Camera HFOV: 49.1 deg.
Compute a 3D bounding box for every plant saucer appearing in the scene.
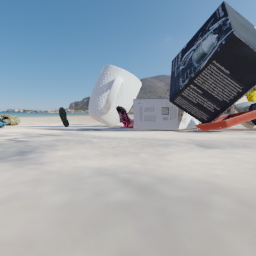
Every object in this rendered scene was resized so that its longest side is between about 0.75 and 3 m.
[{"bbox_3d":[2.538,-0.175,7.110,1.214,0.223,1.216,-16,1,-21],"label":"plant saucer"}]

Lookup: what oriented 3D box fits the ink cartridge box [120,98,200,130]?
[{"bbox_3d":[1.137,-0.471,9.514,2.054,0.981,2.339,2,3,28],"label":"ink cartridge box"}]

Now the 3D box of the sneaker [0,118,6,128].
[{"bbox_3d":[-4.987,-0.177,10.709,0.568,0.508,1.386,17,0,-24],"label":"sneaker"}]

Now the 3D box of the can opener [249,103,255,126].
[{"bbox_3d":[4.849,-0.266,8.468,2.246,0.883,0.712,10,-4,15],"label":"can opener"}]

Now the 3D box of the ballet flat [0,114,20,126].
[{"bbox_3d":[-7.065,-0.441,16.126,2.014,0.710,0.658,-2,9,35],"label":"ballet flat"}]

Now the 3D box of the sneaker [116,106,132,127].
[{"bbox_3d":[-0.186,-0.376,9.754,0.335,0.849,0.405,-13,27,47],"label":"sneaker"}]

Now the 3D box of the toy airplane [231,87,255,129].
[{"bbox_3d":[4.137,-1.403,10.360,2.861,2.873,2.028,-18,-23,-45],"label":"toy airplane"}]

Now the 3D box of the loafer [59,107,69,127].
[{"bbox_3d":[-2.760,-0.446,11.971,0.326,0.897,0.324,-13,-7,-20],"label":"loafer"}]

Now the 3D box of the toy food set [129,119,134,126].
[{"bbox_3d":[0.620,-0.214,12.494,1.424,0.353,2.241,0,1,5],"label":"toy food set"}]

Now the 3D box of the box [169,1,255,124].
[{"bbox_3d":[2.273,-1.658,7.253,1.381,2.228,2.190,32,-51,-16],"label":"box"}]

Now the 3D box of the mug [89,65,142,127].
[{"bbox_3d":[-0.690,-1.373,12.365,1.965,2.333,2.662,25,-7,-4],"label":"mug"}]
